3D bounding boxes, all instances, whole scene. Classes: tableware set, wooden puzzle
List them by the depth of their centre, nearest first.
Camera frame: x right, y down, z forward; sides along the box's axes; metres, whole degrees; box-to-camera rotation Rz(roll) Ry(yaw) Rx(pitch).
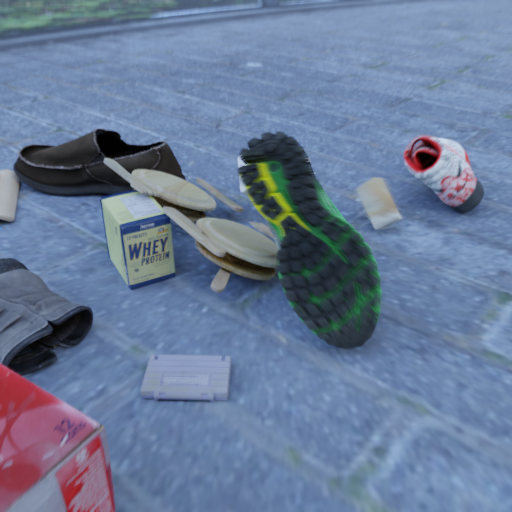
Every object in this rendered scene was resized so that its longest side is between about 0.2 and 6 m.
[{"bbox_3d":[-0.894,-0.463,8.989,2.222,0.674,3.362,5,25,-47],"label":"tableware set"},{"bbox_3d":[-5.661,-1.069,10.391,2.258,0.420,2.089,-9,33,-14],"label":"wooden puzzle"}]

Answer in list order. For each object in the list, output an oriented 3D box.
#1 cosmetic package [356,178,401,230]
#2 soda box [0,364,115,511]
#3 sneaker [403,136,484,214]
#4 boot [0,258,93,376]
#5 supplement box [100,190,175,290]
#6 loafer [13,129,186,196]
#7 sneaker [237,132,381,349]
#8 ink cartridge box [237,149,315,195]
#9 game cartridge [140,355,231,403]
[{"bbox_3d":[2.107,-0.899,9.653,0.289,0.428,0.814,-5,66,-49],"label":"cosmetic package"},{"bbox_3d":[-3.048,2.668,3.458,1.609,1.457,4.595,20,36,26],"label":"soda box"},{"bbox_3d":[3.407,-1.939,10.771,1.367,0.852,2.550,35,28,-23],"label":"sneaker"},{"bbox_3d":[-3.448,0.969,6.782,1.706,0.904,2.592,27,45,29],"label":"boot"},{"bbox_3d":[-1.799,-0.278,8.501,0.729,1.086,1.085,-17,36,-25],"label":"supplement box"},{"bbox_3d":[-3.080,-1.934,10.964,3.536,1.262,1.291,6,33,9],"label":"loafer"},{"bbox_3d":[0.811,-0.205,7.446,1.170,1.277,2.998,-25,71,11],"label":"sneaker"},{"bbox_3d":[0.417,-1.400,9.880,1.251,0.804,0.783,20,52,-38],"label":"ink cartridge box"},{"bbox_3d":[-0.815,1.447,6.637,1.007,0.193,0.653,1,36,2],"label":"game cartridge"}]
